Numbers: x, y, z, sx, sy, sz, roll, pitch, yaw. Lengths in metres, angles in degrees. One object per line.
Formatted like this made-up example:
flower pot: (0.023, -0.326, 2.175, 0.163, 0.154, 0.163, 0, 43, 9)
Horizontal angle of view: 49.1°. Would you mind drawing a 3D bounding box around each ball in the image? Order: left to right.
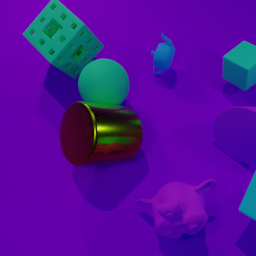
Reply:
ball: (-0.605, -1.088, 7.063, 1.276, 1.276, 1.276, 0, 62, 0)

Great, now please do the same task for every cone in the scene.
cone: (3.147, -0.175, 6.909, 1.518, 1.518, 1.524, 39, 52, 19)

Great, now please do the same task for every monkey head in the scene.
monkey head: (0.928, 1.495, 5.571, 1.756, 1.264, 1.058, -20, 43, 17)

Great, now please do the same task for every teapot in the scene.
teapot: (0.961, -2.056, 7.837, 0.610, 1.246, 0.775, 17, 41, 3)

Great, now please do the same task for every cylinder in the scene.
cylinder: (-0.601, 0.139, 6.281, 1.362, 1.362, 1.362, 2, 53, -44)

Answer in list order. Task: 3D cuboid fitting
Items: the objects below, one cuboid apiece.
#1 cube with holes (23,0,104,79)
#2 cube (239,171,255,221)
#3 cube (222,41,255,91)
cube with holes: (-1.709, -2.374, 7.606, 1.263, 1.263, 1.263, -47, 72, 6)
cube: (3.022, 1.357, 5.365, 1.098, 1.098, 1.098, 27, 99, 42)
cube: (3.105, -1.653, 7.457, 0.801, 0.801, 0.801, -38, 54, -11)
